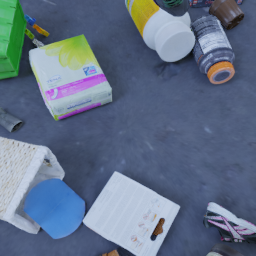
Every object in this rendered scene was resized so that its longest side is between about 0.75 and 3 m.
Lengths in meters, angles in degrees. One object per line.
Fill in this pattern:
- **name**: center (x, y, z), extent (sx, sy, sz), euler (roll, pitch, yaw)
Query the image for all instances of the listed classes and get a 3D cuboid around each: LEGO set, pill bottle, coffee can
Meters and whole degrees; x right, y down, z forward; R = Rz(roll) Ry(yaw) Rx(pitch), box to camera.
- **LEGO set**: center (-3.316, -3.472, 10.129), extent (1.634, 0.671, 0.623), euler (45, 101, 16)
- **pill bottle**: center (1.102, -3.717, 9.539), extent (1.654, 1.654, 2.932), euler (-17, 60, -9)
- **pill bottle**: center (2.760, -2.538, 9.230), extent (1.173, 1.173, 2.208), euler (-8, 62, -4)
- **coffee can**: center (1.419, 3.982, 5.071), extent (2.953, 2.161, 2.161), euler (-36, 67, -17)

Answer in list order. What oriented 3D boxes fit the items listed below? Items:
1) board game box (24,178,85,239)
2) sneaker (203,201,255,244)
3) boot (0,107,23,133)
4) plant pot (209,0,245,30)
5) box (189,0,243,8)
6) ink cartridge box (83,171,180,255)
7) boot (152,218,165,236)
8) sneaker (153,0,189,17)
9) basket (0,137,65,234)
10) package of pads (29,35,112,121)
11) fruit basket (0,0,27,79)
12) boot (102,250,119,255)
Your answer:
- **board game box**: center (-1.852, 2.032, 7.135), extent (1.504, 0.293, 1.189), euler (42, 52, 3)
- **sneaker**: center (2.609, 2.523, 6.856), extent (1.683, 0.676, 0.726), euler (29, 84, 17)
- **boot**: center (-3.814, -0.141, 8.428), extent (0.969, 0.352, 0.881), euler (38, 70, 12)
- **plant pot**: center (3.685, -4.252, 10.351), extent (1.001, 1.001, 0.991), euler (-26, 73, -14)
- **box**: center (3.443, -5.538, 11.315), extent (2.085, 0.393, 1.424), euler (-5, 61, -3)
- **ink cartridge box**: center (0.093, 2.165, 6.968), extent (1.919, 0.481, 1.556), euler (26, 64, 18)
- **boot**: center (0.483, 2.518, 6.936), extent (0.728, 0.347, 0.941), euler (27, 67, 9)
- **sneaker**: center (0.892, -3.281, 6.808), extent (0.877, 2.356, 1.031), euler (-19, 63, 27)
- **basket**: center (-2.653, 1.357, 6.771), extent (1.424, 1.755, 1.771), euler (17, 63, 12)
- **package of pads**: center (-1.885, -1.641, 8.909), extent (1.985, 0.876, 2.569), euler (-20, 62, -12)
- **fruit basket**: center (-4.922, -2.955, 8.981), extent (3.032, 2.187, 3.032), euler (2, 70, -6)
- **boot**: center (-0.463, 3.634, 6.198), extent (1.220, 0.581, 1.576), euler (-22, 66, -16)
